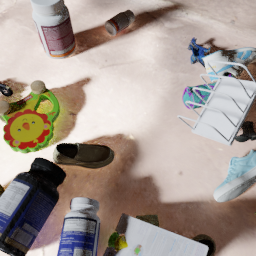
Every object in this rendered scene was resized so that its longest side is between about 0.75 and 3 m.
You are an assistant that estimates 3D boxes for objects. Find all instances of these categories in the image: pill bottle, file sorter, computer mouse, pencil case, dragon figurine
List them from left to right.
[{"bbox_3d":[-5.484,-0.935,10.812,1.218,0.487,2.222,19,54,6],"label":"computer mouse"},{"bbox_3d":[-2.949,2.237,8.160,1.483,1.483,2.652,21,59,13],"label":"pill bottle"},{"bbox_3d":[-3.085,-4.299,11.673,1.478,2.590,1.478,0,57,0],"label":"pill bottle"},{"bbox_3d":[-1.342,2.992,7.911,1.081,1.081,1.869,4,57,2],"label":"pill bottle"},{"bbox_3d":[-0.366,-4.987,13.206,0.762,0.762,1.390,40,65,22],"label":"pill bottle"},{"bbox_3d":[3.013,-3.108,12.110,0.990,0.586,1.991,8,57,5],"label":"dragon figurine"},{"bbox_3d":[3.194,-1.408,10.843,2.080,0.885,0.961,-15,74,-10],"label":"pencil case"},{"bbox_3d":[2.976,-0.905,9.283,1.605,1.440,2.313,24,83,48],"label":"file sorter"}]

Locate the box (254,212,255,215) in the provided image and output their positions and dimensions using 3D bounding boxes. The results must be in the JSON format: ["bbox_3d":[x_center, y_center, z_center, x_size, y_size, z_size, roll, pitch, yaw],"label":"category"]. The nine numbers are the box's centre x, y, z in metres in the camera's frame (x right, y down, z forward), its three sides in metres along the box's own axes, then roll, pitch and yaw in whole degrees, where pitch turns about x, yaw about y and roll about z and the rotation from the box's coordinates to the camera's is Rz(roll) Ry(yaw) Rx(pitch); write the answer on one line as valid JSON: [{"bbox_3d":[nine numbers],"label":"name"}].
[{"bbox_3d":[4.328,2.823,8.576,0.448,0.141,0.815,-27,62,-16],"label":"box"}]

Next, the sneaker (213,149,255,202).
[{"bbox_3d":[3.532,1.499,9.098,2.423,0.895,0.993,-26,47,-21],"label":"sneaker"}]

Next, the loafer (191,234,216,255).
[{"bbox_3d":[1.408,3.643,7.648,2.416,0.815,0.918,-31,62,-18],"label":"loafer"}]

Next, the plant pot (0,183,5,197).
[{"bbox_3d":[-4.333,2.116,8.429,1.453,1.453,1.031,37,42,21],"label":"plant pot"}]

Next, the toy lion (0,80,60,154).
[{"bbox_3d":[-3.522,-0.316,10.299,2.428,0.834,2.328,-38,72,-22],"label":"toy lion"}]

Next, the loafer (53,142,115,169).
[{"bbox_3d":[-1.524,0.890,9.459,2.144,0.732,0.811,-1,57,-1],"label":"loafer"}]

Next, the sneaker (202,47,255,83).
[{"bbox_3d":[4.332,-2.606,11.542,2.892,1.106,1.168,-15,92,-25],"label":"sneaker"}]

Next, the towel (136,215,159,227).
[{"bbox_3d":[0.606,3.091,8.383,0.733,0.180,0.988,-5,58,-2],"label":"towel"}]

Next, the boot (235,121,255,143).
[{"bbox_3d":[4.252,0.100,10.262,0.941,0.326,0.819,-3,52,-7],"label":"boot"}]

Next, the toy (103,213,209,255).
[{"bbox_3d":[0.655,3.456,7.407,2.712,0.640,1.561,10,61,36],"label":"toy"}]
